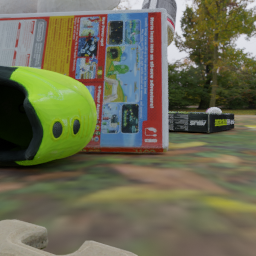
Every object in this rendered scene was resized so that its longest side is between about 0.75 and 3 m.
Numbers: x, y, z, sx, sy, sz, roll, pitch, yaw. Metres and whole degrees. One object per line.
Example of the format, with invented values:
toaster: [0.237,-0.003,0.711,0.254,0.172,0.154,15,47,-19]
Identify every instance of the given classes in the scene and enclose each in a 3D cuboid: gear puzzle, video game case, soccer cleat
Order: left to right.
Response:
gear puzzle: [-0.201,0.304,0.120,1.532,0.201,0.793,-1,4,35]
soccer cleat: [-1.677,-0.179,2.203,2.844,0.960,1.153,3,7,10]
video game case: [-0.679,-0.523,2.927,2.166,1.549,0.189,0,-17,6]

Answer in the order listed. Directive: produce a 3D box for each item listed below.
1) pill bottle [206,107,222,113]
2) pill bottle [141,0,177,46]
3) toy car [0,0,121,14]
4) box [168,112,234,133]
pill bottle: [3.487,-0.536,11.372,0.609,0.609,1.094,1,3,11]
pill bottle: [0.976,-3.630,9.049,1.177,2.127,1.177,8,-33,5]
toy car: [-1.134,-0.795,4.181,2.710,2.371,2.032,11,43,36]
box: [1.254,-0.160,6.314,1.825,0.434,1.763,3,6,34]
